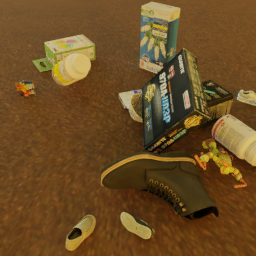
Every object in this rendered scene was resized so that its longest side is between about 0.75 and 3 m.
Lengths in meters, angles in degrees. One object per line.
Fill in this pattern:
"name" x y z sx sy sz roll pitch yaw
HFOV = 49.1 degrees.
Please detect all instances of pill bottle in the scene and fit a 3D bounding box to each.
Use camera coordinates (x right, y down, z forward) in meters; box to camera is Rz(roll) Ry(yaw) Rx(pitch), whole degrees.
"pill bottle" 3.639 0.387 9.049 0.967 0.967 1.707 -19 42 -22
"pill bottle" -2.314 -2.417 11.535 1.039 1.039 1.901 -33 16 -34

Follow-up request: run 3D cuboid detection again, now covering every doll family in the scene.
"doll family" -4.488 -1.838 12.157 0.737 0.535 1.188 -14 41 -16

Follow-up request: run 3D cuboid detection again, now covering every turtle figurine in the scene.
"turtle figurine" 2.676 0.883 8.289 1.891 0.609 1.525 26 23 -13

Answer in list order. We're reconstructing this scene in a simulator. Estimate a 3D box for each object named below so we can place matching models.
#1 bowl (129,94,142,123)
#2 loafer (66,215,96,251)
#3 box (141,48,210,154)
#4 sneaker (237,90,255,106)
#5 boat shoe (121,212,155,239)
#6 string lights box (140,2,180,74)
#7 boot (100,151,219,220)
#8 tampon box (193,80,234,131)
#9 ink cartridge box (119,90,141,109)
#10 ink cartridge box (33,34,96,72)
"bowl" 0.446 -0.625 10.471 1.217 0.571 1.217 22 48 -27
"loafer" -1.145 2.523 6.890 0.384 0.347 1.016 19 43 22
"box" 1.393 -0.865 9.171 0.663 2.290 2.881 25 45 -26
"sneaker" 5.103 -1.238 11.481 1.133 0.457 0.433 15 40 16
"boat shoe" 0.226 2.453 7.073 1.003 0.360 0.339 23 7 35
"string lights box" 1.417 -4.082 12.999 1.523 2.965 0.874 27 46 30
"boot" 0.829 1.648 7.410 2.851 1.104 1.972 -9 45 -14
"tampon box" 2.774 -0.882 10.515 1.737 1.097 1.302 -18 42 -21
"ink cartridge box" 0.379 -1.128 11.477 1.248 0.273 1.260 -11 38 -13
"ink cartridge box" -3.345 -3.897 14.435 2.995 0.888 1.555 -20 43 -23
